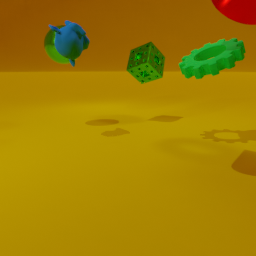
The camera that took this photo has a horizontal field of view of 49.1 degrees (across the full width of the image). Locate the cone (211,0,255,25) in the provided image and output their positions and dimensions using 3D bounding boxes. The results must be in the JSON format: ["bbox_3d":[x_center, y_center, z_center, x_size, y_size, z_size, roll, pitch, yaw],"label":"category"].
[{"bbox_3d":[2.542,-3.045,5.436,1.399,1.399,1.405,-2,-27,-11],"label":"cone"}]

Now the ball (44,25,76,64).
[{"bbox_3d":[-1.894,-2.435,8.205,1.095,1.095,1.095,0,13,0],"label":"ball"}]

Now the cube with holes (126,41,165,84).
[{"bbox_3d":[0.600,-2.112,9.187,0.853,0.853,0.853,-11,-33,38],"label":"cube with holes"}]

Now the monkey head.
[{"bbox_3d":[-1.444,-2.147,6.767,0.785,1.303,0.937,-37,58,-8],"label":"monkey head"}]

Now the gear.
[{"bbox_3d":[1.964,-1.650,6.619,1.481,0.274,1.481,-21,27,11],"label":"gear"}]
